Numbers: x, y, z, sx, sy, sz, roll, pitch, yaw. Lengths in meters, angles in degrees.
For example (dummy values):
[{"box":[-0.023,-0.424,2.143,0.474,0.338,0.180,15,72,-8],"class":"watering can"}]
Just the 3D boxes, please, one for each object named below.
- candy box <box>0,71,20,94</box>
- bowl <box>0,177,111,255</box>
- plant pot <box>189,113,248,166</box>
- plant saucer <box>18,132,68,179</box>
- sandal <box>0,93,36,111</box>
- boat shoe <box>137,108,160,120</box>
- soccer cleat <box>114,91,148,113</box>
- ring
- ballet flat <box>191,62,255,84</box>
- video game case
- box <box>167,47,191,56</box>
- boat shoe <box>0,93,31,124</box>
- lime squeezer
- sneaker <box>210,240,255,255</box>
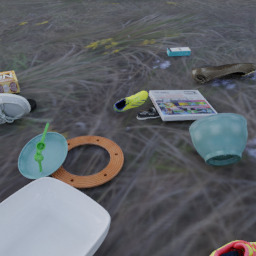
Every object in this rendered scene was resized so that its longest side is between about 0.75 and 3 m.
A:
[{"box":[-5.022,-1.573,10.250,1.855,0.513,1.071,-13,37,-22],"class":"candy box"},{"box":[-1.562,2.024,5.143,2.063,0.771,2.066,23,43,28],"class":"bowl"},{"box":[2.319,0.387,7.058,1.435,1.435,0.961,0,63,0],"class":"plant pot"},{"box":[-2.073,0.710,6.983,1.329,0.239,1.329,-9,53,12],"class":"plant saucer"},{"box":[-4.327,-0.901,9.359,2.430,0.548,0.913,-2,36,-3],"class":"sandal"},{"box":[0.725,-0.506,9.046,0.925,0.279,0.342,-9,37,-13],"class":"boat shoe"},{"box":[0.104,-0.850,8.993,1.218,0.509,0.394,-27,75,-2],"class":"soccer cleat"},{"box":[-1.080,0.848,7.274,1.943,0.186,1.943,0,35,0],"class":"ring"},{"box":[3.849,-2.168,11.104,2.906,0.674,0.979,-7,-3,-17],"class":"ballet flat"},{"box":[1.803,-0.790,9.372,1.864,0.214,1.699,-2,35,-13],"class":"video game case"},{"box":[2.426,-3.642,13.391,1.050,0.258,0.432,-4,36,-5],"class":"box"},{"box":[-4.214,-0.441,8.496,2.470,0.910,0.792,-4,42,1],"class":"boat shoe"},{"box":[-1.976,0.513,6.473,0.230,1.221,0.431,15,12,16],"class":"lime squeezer"},{"box":[2.086,2.253,4.864,1.599,0.722,0.625,-10,36,-16],"class":"sneaker"}]
